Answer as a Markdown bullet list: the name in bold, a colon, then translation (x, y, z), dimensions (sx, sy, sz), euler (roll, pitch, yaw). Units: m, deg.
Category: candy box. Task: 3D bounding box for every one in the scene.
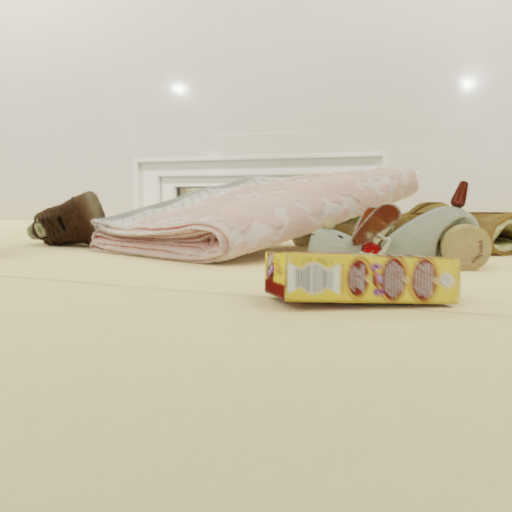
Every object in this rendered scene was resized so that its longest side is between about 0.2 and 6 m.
- **candy box**: translation (0.703, 0.144, 3.900), dimensions (1.191, 0.336, 0.695), euler (0, 1, -9)

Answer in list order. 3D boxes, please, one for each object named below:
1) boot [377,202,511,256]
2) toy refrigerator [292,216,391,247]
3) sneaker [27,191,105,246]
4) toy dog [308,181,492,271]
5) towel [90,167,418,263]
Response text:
- **boot**: translation (3.500, -0.445, 9.412), dimensions (2.104, 0.794, 2.402), euler (-18, 13, -32)
- **toy refrigerator**: translation (1.381, -0.579, 9.904), dimensions (1.804, 0.631, 0.685), euler (6, 44, 49)
- **sneaker**: translation (-3.504, -0.504, 10.312), dimensions (1.061, 0.989, 2.808), euler (-23, 9, -26)
- **toy dog**: translation (1.694, -0.359, 6.409), dimensions (2.056, 0.990, 1.356), euler (-1, 4, -14)
- **towel**: translation (-0.116, -0.765, 8.830), dimensions (3.983, 0.642, 3.804), euler (-21, 17, -39)
